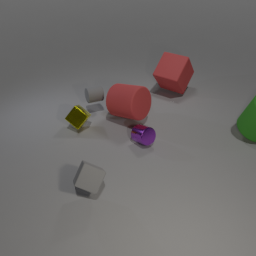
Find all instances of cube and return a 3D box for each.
[{"bbox_3d":[-2.051,-0.463,11.571,0.700,0.700,0.700,39,9,-3],"label":"cube"},{"bbox_3d":[2.333,-2.795,14.256,1.400,1.400,1.400,22,80,30],"label":"cube"},{"bbox_3d":[-1.140,1.435,8.221,0.700,0.700,0.700,25,-5,-13],"label":"cube"}]

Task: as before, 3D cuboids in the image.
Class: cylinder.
[{"bbox_3d":[-1.514,-1.516,12.585,0.700,0.700,0.700,-13,34,-22],"label":"cylinder"},{"bbox_3d":[0.034,-1.108,11.738,1.400,1.400,1.400,13,33,37],"label":"cylinder"},{"bbox_3d":[5.117,-0.389,10.663,1.400,1.400,1.400,6,52,-8],"label":"cylinder"},{"bbox_3d":[0.584,0.257,10.690,0.700,0.700,0.700,-20,21,-29],"label":"cylinder"}]
